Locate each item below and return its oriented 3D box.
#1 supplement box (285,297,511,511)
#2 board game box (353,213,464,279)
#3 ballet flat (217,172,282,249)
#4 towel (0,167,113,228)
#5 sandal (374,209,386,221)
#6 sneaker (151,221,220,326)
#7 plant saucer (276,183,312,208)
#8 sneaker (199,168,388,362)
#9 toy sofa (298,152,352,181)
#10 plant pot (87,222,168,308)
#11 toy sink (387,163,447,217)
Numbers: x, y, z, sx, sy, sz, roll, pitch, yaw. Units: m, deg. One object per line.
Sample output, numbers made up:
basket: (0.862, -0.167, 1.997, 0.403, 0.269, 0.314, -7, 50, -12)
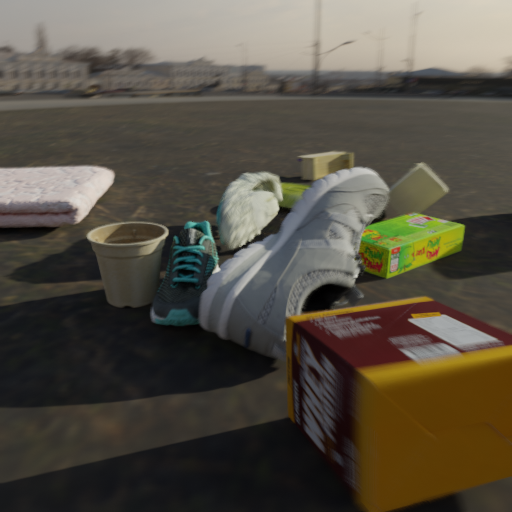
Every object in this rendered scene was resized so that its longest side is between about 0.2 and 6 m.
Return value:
supplement box: (1.104, 0.997, 4.267, 1.368, 0.921, 1.387, -6, 13, -18)
board game box: (2.245, -0.203, 8.659, 1.904, 0.453, 0.967, -15, 24, -37)
ballet flat: (-0.022, -0.928, 9.437, 0.951, 0.951, 2.650, 2, 23, 7)
towel: (-4.960, -1.216, 11.353, 3.589, 0.606, 3.758, -2, 19, -5)
sandal: (2.134, -1.100, 11.027, 0.569, 0.792, 1.995, -21, 11, 12)
sneaker: (-0.857, 0.154, 6.896, 0.804, 0.945, 2.073, -1, 20, 0)
plant saucer: (0.863, -1.289, 11.802, 1.676, 0.260, 1.676, 5, 17, -1)
sneaker: (0.771, 0.117, 6.530, 1.277, 1.163, 3.114, 33, 55, 21)
toy sofa: (1.783, -2.338, 14.552, 1.426, 0.590, 0.696, -14, 19, -35)
plant pot: (-1.572, 0.133, 7.033, 0.976, 0.894, 0.976, -1, 19, 0)
toy sink: (3.001, -1.239, 10.320, 0.687, 1.054, 0.590, 46, 46, 2)
